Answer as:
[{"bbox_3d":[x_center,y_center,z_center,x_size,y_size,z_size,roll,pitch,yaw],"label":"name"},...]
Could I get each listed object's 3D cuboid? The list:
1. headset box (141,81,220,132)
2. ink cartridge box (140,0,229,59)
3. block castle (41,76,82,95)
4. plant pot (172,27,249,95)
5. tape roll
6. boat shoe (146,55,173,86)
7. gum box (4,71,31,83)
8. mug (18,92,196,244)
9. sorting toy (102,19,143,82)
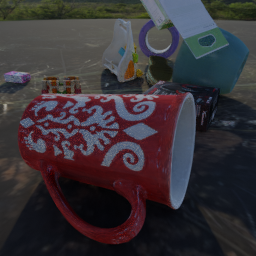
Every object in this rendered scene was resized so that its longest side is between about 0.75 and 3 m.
[{"bbox_3d":[1.506,-0.764,8.585,2.242,0.841,1.666,12,28,24],"label":"headset box"},{"bbox_3d":[1.602,-3.137,8.034,1.856,2.551,0.612,-30,-1,-37],"label":"ink cartridge box"},{"bbox_3d":[-2.457,-1.508,10.394,1.437,0.674,0.960,-3,21,-12],"label":"block castle"},{"bbox_3d":[3.128,-2.390,10.301,2.053,2.558,2.558,26,34,19],"label":"plant pot"},{"bbox_3d":[1.788,-5.115,16.032,2.275,2.275,0.967,5,25,9],"label":"tape roll"},{"bbox_3d":[1.270,-2.299,12.054,1.051,0.907,2.882,6,31,-7],"label":"boat shoe"},{"bbox_3d":[-4.807,-2.226,12.249,1.001,0.331,0.568,9,27,18],"label":"gum box"},{"bbox_3d":[-0.508,0.341,5.077,2.991,1.995,2.655,7,25,22],"label":"mug"},{"bbox_3d":[-0.210,-3.678,12.860,1.440,2.427,2.696,-9,27,-18],"label":"sorting toy"}]
